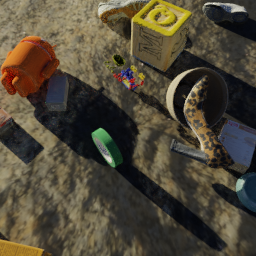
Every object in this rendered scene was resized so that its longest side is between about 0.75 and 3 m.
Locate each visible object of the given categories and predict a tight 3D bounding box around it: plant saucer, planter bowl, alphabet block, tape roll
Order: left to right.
[{"bbox_3d":[-0.715,0.676,9.541,0.336,1.397,1.397,-33,64,-17],"label":"tape roll"},{"bbox_3d":[1.360,-3.982,12.006,1.904,1.939,1.893,29,63,16],"label":"alphabet block"},{"bbox_3d":[2.324,-1.113,10.321,2.191,2.191,1.475,-20,17,-12],"label":"planter bowl"},{"bbox_3d":[4.360,2.104,9.355,1.408,0.253,1.408,0,59,0],"label":"plant saucer"}]

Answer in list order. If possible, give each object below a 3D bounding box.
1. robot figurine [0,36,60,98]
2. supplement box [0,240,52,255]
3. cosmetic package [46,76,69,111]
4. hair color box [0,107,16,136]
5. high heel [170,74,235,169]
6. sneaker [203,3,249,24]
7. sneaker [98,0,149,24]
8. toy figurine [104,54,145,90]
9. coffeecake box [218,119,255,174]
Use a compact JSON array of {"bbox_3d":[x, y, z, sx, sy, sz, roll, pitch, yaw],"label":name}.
[{"bbox_3d":[-4.011,-2.580,11.373,2.016,1.635,2.803,-15,44,45],"label":"robot figurine"},{"bbox_3d":[-3.637,3.711,8.024,2.636,0.877,0.907,7,60,5],"label":"supplement box"},{"bbox_3d":[-2.828,-1.401,11.272,0.733,0.619,1.373,1,56,0],"label":"cosmetic package"},{"bbox_3d":[-5.238,-0.473,10.744,1.652,0.528,0.916,36,65,18],"label":"hair color box"},{"bbox_3d":[2.813,-0.207,9.226,2.071,1.037,2.906,19,92,22],"label":"high heel"},{"bbox_3d":[4.792,-5.761,13.874,2.225,0.829,0.969,13,50,-1],"label":"sneaker"},{"bbox_3d":[-0.232,-6.044,13.827,2.605,0.985,1.142,-14,60,-9],"label":"sneaker"},{"bbox_3d":[-0.171,-1.999,11.336,0.925,1.051,1.754,-38,72,-20],"label":"toy figurine"},{"bbox_3d":[3.838,0.627,10.042,1.219,0.580,1.589,23,62,13],"label":"coffeecake box"}]
